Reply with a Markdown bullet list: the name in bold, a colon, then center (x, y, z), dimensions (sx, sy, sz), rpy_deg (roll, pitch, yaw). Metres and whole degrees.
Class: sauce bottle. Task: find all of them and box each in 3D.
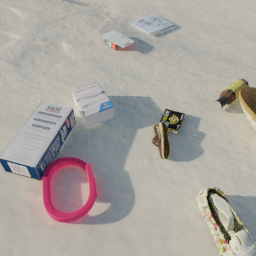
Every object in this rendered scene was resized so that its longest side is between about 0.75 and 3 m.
- **sauce bottle**: center (3.773, -1.239, 10.308), dimensions (1.754, 0.568, 0.568), rpy_deg (-34, 56, -30)

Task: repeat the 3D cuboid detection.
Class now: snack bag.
- **snack bag**: center (1.224, -5.247, 14.277), dimensions (1.716, 0.184, 1.618), rpy_deg (-29, 53, -25)

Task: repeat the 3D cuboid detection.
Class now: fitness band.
- **fitness band**: center (-1.633, 1.645, 7.819), dimensions (1.455, 0.379, 2.026), rpy_deg (-12, 47, -7)

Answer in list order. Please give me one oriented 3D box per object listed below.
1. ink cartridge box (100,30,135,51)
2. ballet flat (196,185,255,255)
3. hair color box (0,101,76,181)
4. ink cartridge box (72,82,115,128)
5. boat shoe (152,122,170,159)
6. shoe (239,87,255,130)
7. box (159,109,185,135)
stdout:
- **ink cartridge box**: center (-0.474, -3.992, 12.988), dimensions (1.520, 0.383, 0.828), rpy_deg (37, 57, 28)
- **ballet flat**: center (2.457, 2.459, 6.749), dimensions (0.940, 0.795, 2.487), rpy_deg (-19, 51, -16)
- **hair color box**: center (-2.713, 0.325, 8.732), dimensions (1.245, 0.753, 2.489), rpy_deg (13, 49, 12)
- **ink cartridge box**: center (-1.228, -0.837, 9.870), dimensions (1.058, 0.616, 1.463), rpy_deg (-21, 51, -13)
- **boat shoe**: center (1.004, 0.426, 8.925), dimensions (0.478, 0.479, 1.329), rpy_deg (-19, 55, 25)
- **shoe**: center (4.430, -0.271, 9.314), dimensions (1.031, 0.787, 2.948), rpy_deg (-4, 46, -6)
- **box**: center (1.498, -0.229, 9.620), dimensions (0.722, 0.223, 0.904), rpy_deg (16, 49, 16)
